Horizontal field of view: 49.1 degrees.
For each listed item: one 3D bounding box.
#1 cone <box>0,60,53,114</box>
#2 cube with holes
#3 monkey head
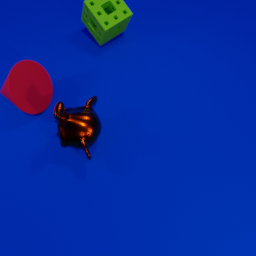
[{"bbox_3d":[-3.311,-1.125,8.249,1.516,1.510,1.510,-2,51,33],"label":"cone"},{"bbox_3d":[-0.731,-3.677,9.271,1.117,1.117,1.117,-37,92,-16],"label":"cube with holes"},{"bbox_3d":[-1.273,-0.135,7.191,1.143,1.365,1.898,1,61,2],"label":"monkey head"}]
